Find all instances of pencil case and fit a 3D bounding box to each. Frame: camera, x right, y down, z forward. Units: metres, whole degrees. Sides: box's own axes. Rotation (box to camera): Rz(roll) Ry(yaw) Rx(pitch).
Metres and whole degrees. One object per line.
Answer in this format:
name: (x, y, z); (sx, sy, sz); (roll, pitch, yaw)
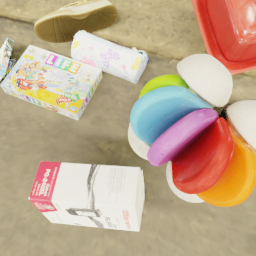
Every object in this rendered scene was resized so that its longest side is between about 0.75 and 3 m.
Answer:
pencil case: (-0.597, -2.293, 8.983); (2.446, 1.109, 1.017); (22, 67, 11)

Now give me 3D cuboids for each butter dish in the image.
butter dish: (3.116, -2.899, 6.484); (2.663, 1.974, 2.670); (-15, 85, 1)

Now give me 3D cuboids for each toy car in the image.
toy car: (1.138, 0.206, 5.028); (2.729, 2.388, 2.046); (46, 31, 8)

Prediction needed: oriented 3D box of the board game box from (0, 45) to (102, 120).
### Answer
board game box: (-2.394, -1.499, 8.948); (2.650, 0.454, 1.782); (20, 66, 9)

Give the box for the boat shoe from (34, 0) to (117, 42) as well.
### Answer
boat shoe: (-1.864, -3.847, 9.870); (2.897, 1.072, 0.962); (-16, 53, -11)

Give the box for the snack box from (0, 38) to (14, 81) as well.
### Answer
snack box: (-4.093, -2.175, 9.127); (0.251, 0.785, 1.352); (21, 59, -34)

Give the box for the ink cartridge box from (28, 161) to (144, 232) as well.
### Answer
ink cartridge box: (-0.713, 1.413, 5.699); (2.016, 1.464, 0.840); (3, 55, 8)

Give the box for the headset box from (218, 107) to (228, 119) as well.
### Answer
headset box: (3.820, 0.183, 7.937); (2.142, 0.804, 1.592); (-4, 64, -2)

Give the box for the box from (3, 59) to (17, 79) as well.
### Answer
box: (-3.907, -1.909, 9.274); (0.269, 0.246, 0.766); (1, 63, 0)
